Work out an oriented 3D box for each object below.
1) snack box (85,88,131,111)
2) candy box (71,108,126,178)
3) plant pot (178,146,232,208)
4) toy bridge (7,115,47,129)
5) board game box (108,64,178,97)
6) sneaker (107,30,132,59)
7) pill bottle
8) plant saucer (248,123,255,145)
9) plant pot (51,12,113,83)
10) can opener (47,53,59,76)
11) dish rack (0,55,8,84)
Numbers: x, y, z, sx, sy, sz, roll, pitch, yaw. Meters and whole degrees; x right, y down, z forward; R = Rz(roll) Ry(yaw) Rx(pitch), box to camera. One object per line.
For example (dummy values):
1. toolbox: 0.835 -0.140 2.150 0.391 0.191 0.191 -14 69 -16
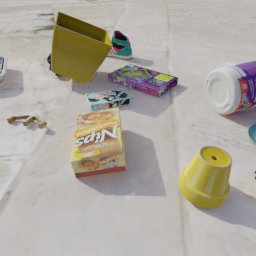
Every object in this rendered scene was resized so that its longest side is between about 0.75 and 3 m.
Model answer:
1. snack box: -0.783 -1.105 10.708 1.551 0.288 0.901 -12 36 -17
2. candy box: -0.832 0.336 8.137 1.372 0.657 2.377 -9 33 1
3. plant pot: 1.893 1.078 6.627 1.192 1.121 1.192 6 36 -4
4. toy bridge: -3.336 -0.247 9.450 1.470 0.200 0.494 8 33 20
5. board game box: 0.634 -2.129 12.168 2.650 0.428 1.590 24 37 31
6. sneaker: -0.801 -4.438 14.684 2.203 1.330 0.921 14 36 19
7. pill bottle: 4.432 -1.574 10.194 2.936 1.636 1.636 -15 37 -21
8. plant saucer: 4.531 0.345 8.635 1.633 0.224 1.633 -1 34 0
9. plant pot: -2.222 -3.355 12.088 2.328 2.054 2.329 15 30 -20
10. can opener: -3.393 -3.188 13.551 0.791 0.981 2.496 29 25 -30
11. dish rack: -6.556 -2.399 12.329 2.443 0.620 2.846 -10 36 -14
